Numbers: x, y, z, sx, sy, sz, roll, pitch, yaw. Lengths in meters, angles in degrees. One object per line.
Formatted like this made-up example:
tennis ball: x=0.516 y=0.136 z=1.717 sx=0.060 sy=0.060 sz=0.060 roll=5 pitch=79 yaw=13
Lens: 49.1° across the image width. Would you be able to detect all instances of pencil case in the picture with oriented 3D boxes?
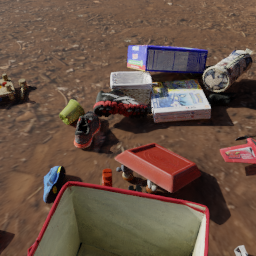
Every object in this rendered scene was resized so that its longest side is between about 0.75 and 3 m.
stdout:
pencil case: x=4.476 y=-2.587 z=12.445 sx=1.164 sy=1.338 sz=2.992 roll=33 pitch=45 yaw=24

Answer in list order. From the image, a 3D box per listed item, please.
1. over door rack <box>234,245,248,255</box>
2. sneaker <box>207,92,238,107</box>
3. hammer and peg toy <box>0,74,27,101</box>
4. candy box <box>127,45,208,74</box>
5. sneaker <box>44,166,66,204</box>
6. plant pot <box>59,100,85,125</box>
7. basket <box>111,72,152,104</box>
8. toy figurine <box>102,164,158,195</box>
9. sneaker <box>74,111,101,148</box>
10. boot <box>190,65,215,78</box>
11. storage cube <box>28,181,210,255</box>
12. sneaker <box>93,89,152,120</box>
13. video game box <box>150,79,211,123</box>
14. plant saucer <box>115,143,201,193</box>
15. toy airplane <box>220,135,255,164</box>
over door rack: x=3.464 y=3.268 z=5.991 sx=1.493 sy=0.673 sz=2.020 roll=-6 pitch=38 yaw=-9
sneaker: x=4.000 y=-1.212 z=11.940 sx=0.799 sy=0.460 sz=1.533 roll=25 pitch=41 yaw=33
hammer and peg toy: x=-5.552 y=-1.796 z=12.465 sx=2.091 sy=0.737 sz=1.538 roll=-16 pitch=41 yaw=-20
candy box: x=1.738 y=-3.235 z=13.112 sx=2.975 sy=1.146 sz=2.515 roll=-1 pitch=17 yaw=-18
sneaker: x=-2.280 y=1.684 z=8.282 sx=0.526 sy=0.442 sz=1.342 roll=-8 pitch=37 yaw=14
plant pot: x=-2.228 y=-0.558 z=10.928 sx=0.823 sy=0.823 sz=0.757 roll=25 pitch=56 yaw=29
basket: x=0.133 y=-1.707 z=12.090 sx=1.724 sy=1.064 sz=1.169 roll=-2 pitch=38 yaw=-1
toy figurine: x=0.072 y=1.612 z=7.928 sx=1.477 sy=1.027 sz=1.454 roll=23 pitch=37 yaw=29
sneaker: x=-1.470 y=-0.160 z=10.279 sx=0.777 sy=0.826 sz=2.016 roll=2 pitch=38 yaw=3
boot: x=3.841 y=-3.061 z=14.274 sx=1.802 sy=0.610 sz=1.177 roll=-6 pitch=32 yaw=-10
storage cube: x=-0.168 y=2.896 z=4.828 sx=2.977 sy=2.676 sz=2.544 roll=7 pitch=38 yaw=10
sneaker: x=-0.185 y=-0.982 z=10.959 sx=2.341 sy=0.828 sz=1.144 roll=4 pitch=59 yaw=-15
video game box: x=2.071 y=-1.197 z=11.762 sx=2.221 sy=0.571 sz=2.437 roll=-3 pitch=38 yaw=-1
plant saucer: x=0.990 y=1.033 z=8.453 sx=2.043 sy=0.376 sz=2.047 roll=27 pitch=20 yaw=31
toy airplane: x=4.435 y=1.157 z=8.824 sx=2.857 sy=0.525 sz=2.857 roll=3 pitch=37 yaw=-2
